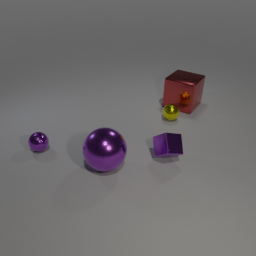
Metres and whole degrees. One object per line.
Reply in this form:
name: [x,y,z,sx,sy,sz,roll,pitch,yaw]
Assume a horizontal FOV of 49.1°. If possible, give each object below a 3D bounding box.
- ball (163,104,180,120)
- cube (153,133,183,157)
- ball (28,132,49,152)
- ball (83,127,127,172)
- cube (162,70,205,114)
ball: [1.821,-0.676,11.809,0.700,0.700,0.700,0,31,0]
cube: [1.327,0.582,9.328,0.700,0.700,0.700,5,-16,-33]
ball: [-3.160,0.482,9.895,0.700,0.700,0.700,0,31,0]
ball: [-0.732,0.676,8.869,1.400,1.400,1.400,0,31,0]
cube: [2.534,-1.686,12.767,1.400,1.400,1.400,19,35,26]
